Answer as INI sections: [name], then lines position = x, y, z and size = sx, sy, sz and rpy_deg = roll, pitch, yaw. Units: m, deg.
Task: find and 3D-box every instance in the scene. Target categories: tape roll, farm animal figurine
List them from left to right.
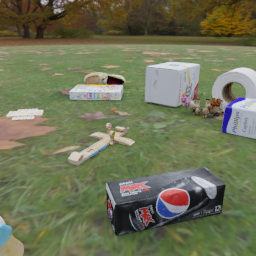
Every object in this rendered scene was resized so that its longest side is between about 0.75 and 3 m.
[farm animal figurine]
position = 2.811, -0.773, 10.747
size = 1.490, 0.749, 1.203
rpy_deg = 7, 2, 26
[tape roll]
position = 4.342, -1.472, 11.069
size = 1.698, 1.698, 1.166
rpy_deg = 15, 25, 35

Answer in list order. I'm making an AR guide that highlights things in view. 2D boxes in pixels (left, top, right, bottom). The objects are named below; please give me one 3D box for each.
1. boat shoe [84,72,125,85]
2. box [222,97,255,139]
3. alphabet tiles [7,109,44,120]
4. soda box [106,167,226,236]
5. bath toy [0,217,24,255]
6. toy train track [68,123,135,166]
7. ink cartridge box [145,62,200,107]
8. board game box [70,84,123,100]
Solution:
[boat shoe]
position = -1.242, -2.581, 15.236
size = 2.278, 0.843, 0.756
rpy_deg = -3, 15, -9
[box]
position = 4.189, -0.328, 9.139
size = 1.710, 0.897, 1.573
rpy_deg = 14, 24, 34
[alphabet tiles]
position = -3.983, -0.551, 10.888
size = 1.311, 0.096, 1.282
rpy_deg = -3, 21, -8
[soda box]
position = 0.684, 1.294, 5.154
size = 2.092, 0.662, 0.740
rpy_deg = -7, 21, -16
[bath toy]
position = -2.868, 1.459, 4.180
size = 2.863, 1.058, 1.245
rpy_deg = 11, 23, 29
[toy train track]
position = -0.771, 0.341, 8.062
size = 1.484, 0.421, 2.588
rpy_deg = 11, 24, 27
[ink cartridge box]
position = 2.005, -2.019, 12.607
size = 1.612, 1.619, 2.229
rpy_deg = 15, 25, 34
[board game box]
position = -1.471, -1.746, 13.612
size = 2.368, 0.405, 1.592
rpy_deg = 1, 21, 3
